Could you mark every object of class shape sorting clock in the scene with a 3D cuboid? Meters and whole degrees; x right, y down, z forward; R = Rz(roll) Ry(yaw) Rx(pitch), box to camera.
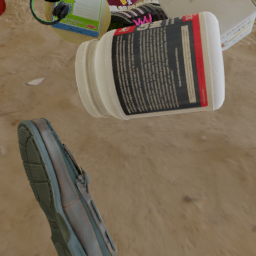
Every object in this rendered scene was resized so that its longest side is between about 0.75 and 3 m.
[{"bbox_3d":[-1.368,-3.157,7.658,1.812,0.356,1.812,3,78,-16],"label":"shape sorting clock"}]

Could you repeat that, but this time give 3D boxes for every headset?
[{"bbox_3d":[-1.441,-2.564,5.676,1.113,0.687,0.523,-33,17,-10],"label":"headset"}]

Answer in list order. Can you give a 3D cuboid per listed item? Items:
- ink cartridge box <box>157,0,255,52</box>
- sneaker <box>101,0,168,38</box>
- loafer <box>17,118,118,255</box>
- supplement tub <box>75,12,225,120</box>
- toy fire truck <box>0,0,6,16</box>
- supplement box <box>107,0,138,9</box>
[{"bbox_3d":[1.868,-2.587,6.522,1.503,1.510,2.079,59,20,6],"label":"ink cartridge box"},{"bbox_3d":[0.161,-3.128,8.460,2.499,0.922,1.093,-4,59,1],"label":"sneaker"},{"bbox_3d":[-0.696,0.832,3.373,0.656,2.086,0.750,-23,12,-37],"label":"loafer"},{"bbox_3d":[0.448,-1.043,5.151,2.408,1.690,1.690,-5,41,16],"label":"supplement tub"},{"bbox_3d":[-3.327,-2.410,5.789,1.230,1.465,0.821,20,-7,-35],"label":"toy fire truck"},{"bbox_3d":[-0.125,-4.400,9.321,0.602,0.775,1.405,-14,33,47],"label":"supplement box"}]
